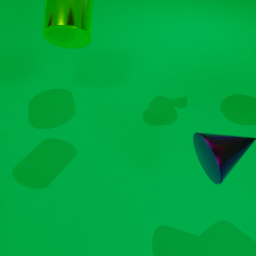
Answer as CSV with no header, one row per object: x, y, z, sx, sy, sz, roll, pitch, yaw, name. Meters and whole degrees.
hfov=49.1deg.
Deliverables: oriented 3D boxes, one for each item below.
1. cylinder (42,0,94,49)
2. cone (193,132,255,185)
-1.551,-2.914,7.345,1.249,1.249,1.249,1,80,1,cylinder
1.724,0.337,4.663,0.935,0.931,0.931,-21,48,-5,cone
